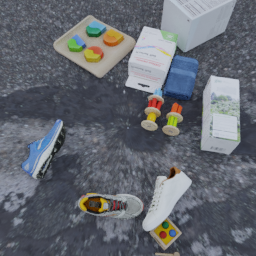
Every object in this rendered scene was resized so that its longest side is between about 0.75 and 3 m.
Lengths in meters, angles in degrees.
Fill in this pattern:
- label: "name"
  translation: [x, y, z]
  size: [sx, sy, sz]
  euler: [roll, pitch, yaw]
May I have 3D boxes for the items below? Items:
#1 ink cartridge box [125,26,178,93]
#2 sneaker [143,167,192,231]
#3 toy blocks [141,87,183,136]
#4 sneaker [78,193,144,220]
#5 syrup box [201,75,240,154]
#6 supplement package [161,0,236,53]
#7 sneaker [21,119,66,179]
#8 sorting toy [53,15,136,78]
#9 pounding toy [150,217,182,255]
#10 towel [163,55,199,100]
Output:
- label: "ink cartridge box"
  translation: [1.008, -2.914, 11.932]
  size: [1.621, 0.932, 2.768]
  euler: [16, 62, 9]
- label: "sneaker"
  translation: [1.047, 2.202, 9.068]
  size: [0.991, 0.852, 2.341]
  euler: [47, 58, -2]
- label: "toy blocks"
  translation: [1.436, -0.712, 10.894]
  size: [1.492, 0.650, 1.790]
  euler: [13, 62, 8]
- label: "sneaker"
  translation: [-0.559, 2.523, 8.916]
  size: [2.114, 0.868, 0.823]
  euler: [1, 79, 0]
- label: "syrup box"
  translation: [3.455, -0.532, 10.519]
  size: [1.083, 1.120, 2.750]
  euler: [9, 61, 2]
- label: "supplement package"
  translation: [3.074, -5.094, 12.580]
  size: [2.481, 1.883, 1.869]
  euler: [-30, 65, -15]
- label: "sneaker"
  translation: [-3.035, 0.603, 10.036]
  size: [1.029, 0.907, 2.308]
  euler: [23, 64, 9]
- label: "sorting toy"
  translation: [-1.510, -3.844, 12.682]
  size: [2.882, 0.526, 2.668]
  euler: [36, 67, 17]
- label: "pounding toy"
  translation: [1.202, 3.513, 8.650]
  size: [0.995, 0.518, 1.132]
  euler: [-37, 67, -19]
- label: "towel"
  translation: [2.250, -2.117, 11.754]
  size: [1.158, 0.503, 2.074]
  euler: [15, 61, 7]
